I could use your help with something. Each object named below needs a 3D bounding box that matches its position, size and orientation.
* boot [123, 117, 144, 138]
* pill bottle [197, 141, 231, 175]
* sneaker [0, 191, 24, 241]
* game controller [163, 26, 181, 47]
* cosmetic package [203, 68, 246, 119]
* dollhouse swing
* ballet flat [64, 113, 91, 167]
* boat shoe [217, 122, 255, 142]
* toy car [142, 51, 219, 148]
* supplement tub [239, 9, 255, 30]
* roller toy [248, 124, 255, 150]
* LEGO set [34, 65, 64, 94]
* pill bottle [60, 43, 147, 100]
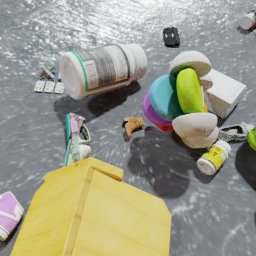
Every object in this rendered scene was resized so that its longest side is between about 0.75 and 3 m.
[{"bbox_3d":[0.207,-0.034,8.972,0.639,0.316,0.823,-5,44,-7],"label":"boot"},{"bbox_3d":[2.504,0.841,8.080,0.570,0.570,0.998,36,60,25],"label":"pill bottle"},{"bbox_3d":[-3.591,1.997,7.192,1.914,0.694,1.091,23,49,8],"label":"sneaker"},{"bbox_3d":[1.865,-3.933,12.056,0.665,0.268,1.274,-10,51,11],"label":"game controller"},{"bbox_3d":[2.720,-1.412,9.700,2.221,0.791,1.126,34,59,23],"label":"cosmetic package"},{"bbox_3d":[-0.803,2.674,6.693,2.634,2.548,2.899,-23,42,36],"label":"dollhouse swing"},{"bbox_3d":[-1.503,0.445,8.367,0.778,0.756,2.186,7,49,-16],"label":"ballet flat"},{"bbox_3d":[3.406,0.097,8.755,1.312,0.421,0.484,-8,52,-6],"label":"boat shoe"},{"bbox_3d":[1.440,-0.670,7.957,1.999,2.665,2.333,-6,75,18],"label":"toy car"},{"bbox_3d":[5.547,-4.898,12.511,1.071,0.656,0.656,-36,60,-24],"label":"supplement tub"},{"bbox_3d":[4.758,0.056,7.863,2.306,1.611,2.103,15,69,29],"label":"roller toy"},{"bbox_3d":[-2.792,-1.865,10.459,1.060,0.348,1.419,5,63,3],"label":"LEGO set"},{"bbox_3d":[-0.775,-2.009,9.520,2.722,1.540,1.540,-20,54,-32],"label":"pill bottle"}]
